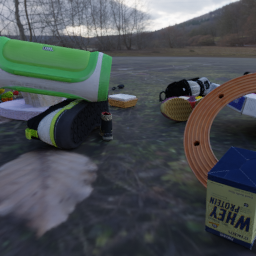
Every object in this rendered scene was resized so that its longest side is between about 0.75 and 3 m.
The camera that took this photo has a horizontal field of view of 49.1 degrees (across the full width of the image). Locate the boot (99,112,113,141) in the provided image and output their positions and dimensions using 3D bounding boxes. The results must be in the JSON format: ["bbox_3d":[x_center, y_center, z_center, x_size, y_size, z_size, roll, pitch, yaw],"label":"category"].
[{"bbox_3d":[-0.511,-0.097,6.496,0.290,0.606,0.803,-4,17,-13],"label":"boot"}]

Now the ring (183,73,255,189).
[{"bbox_3d":[2.008,0.099,4.180,2.370,0.227,2.370,-14,53,20],"label":"ring"}]

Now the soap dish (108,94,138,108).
[{"bbox_3d":[-0.193,-0.941,9.730,0.864,0.351,0.680,15,23,40],"label":"soap dish"}]

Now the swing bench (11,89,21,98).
[{"bbox_3d":[-4.252,-1.805,11.428,1.015,1.021,0.662,-11,19,-32],"label":"swing bench"}]

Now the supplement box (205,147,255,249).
[{"bbox_3d":[1.301,0.759,3.242,0.526,0.783,0.784,13,28,36],"label":"supplement box"}]

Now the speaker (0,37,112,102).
[{"bbox_3d":[-1.662,-1.216,5.893,2.563,1.133,1.133,8,16,-5],"label":"speaker"}]

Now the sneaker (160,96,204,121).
[{"bbox_3d":[1.528,-0.589,8.196,1.876,0.703,0.845,-4,8,-35],"label":"sneaker"}]

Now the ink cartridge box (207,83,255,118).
[{"bbox_3d":[3.402,-0.536,6.966,2.250,0.487,2.209,12,15,-7],"label":"ink cartridge box"}]

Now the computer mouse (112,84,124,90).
[{"bbox_3d":[-0.473,-1.918,13.390,0.259,0.150,0.882,25,33,31],"label":"computer mouse"}]

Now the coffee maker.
[{"bbox_3d":[2.081,-1.359,10.084,1.364,0.957,1.420,15,22,42],"label":"coffee maker"}]

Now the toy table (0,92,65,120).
[{"bbox_3d":[-2.525,-1.277,8.508,2.947,1.726,2.709,-2,17,-4],"label":"toy table"}]

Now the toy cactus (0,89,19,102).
[{"bbox_3d":[-4.986,-1.175,9.955,1.771,0.906,1.462,13,29,12],"label":"toy cactus"}]

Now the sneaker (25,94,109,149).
[{"bbox_3d":[-1.349,-0.402,6.717,1.229,1.064,2.968,5,17,15],"label":"sneaker"}]

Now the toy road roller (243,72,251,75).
[{"bbox_3d":[5.102,-1.719,11.908,1.291,0.942,0.793,-38,18,3],"label":"toy road roller"}]
